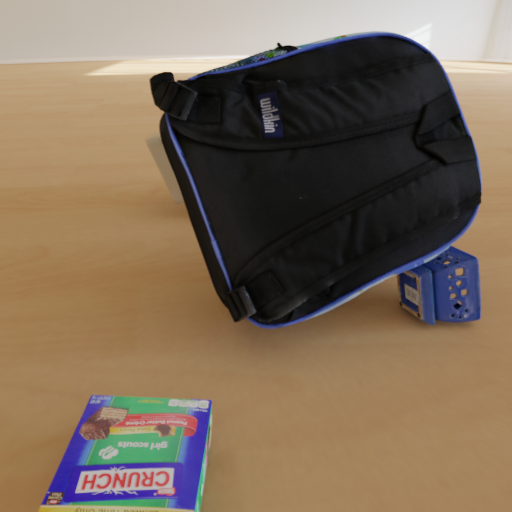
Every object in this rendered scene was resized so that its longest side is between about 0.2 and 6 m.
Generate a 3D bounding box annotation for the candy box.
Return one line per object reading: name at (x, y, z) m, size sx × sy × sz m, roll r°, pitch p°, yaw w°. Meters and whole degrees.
candy box at (-1.047, 1.874, 4.868) m, size 1.208 × 0.550 × 1.429 m, roll 2°, pitch 26°, yaw 1°

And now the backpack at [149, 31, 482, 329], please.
backpack at (0.795, -1.141, 7.554) m, size 3.617 × 3.310 × 2.658 m, roll -21°, pitch 8°, yaw -9°

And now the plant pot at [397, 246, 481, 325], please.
plant pot at (2.439, 0.406, 7.638) m, size 0.818 × 0.910 × 0.910 m, roll -12°, pitch 18°, yaw -11°

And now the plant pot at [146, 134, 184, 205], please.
plant pot at (-1.106, -2.018, 11.150) m, size 1.227 × 1.385 × 1.384 m, roll -15°, pitch 19°, yaw 26°
